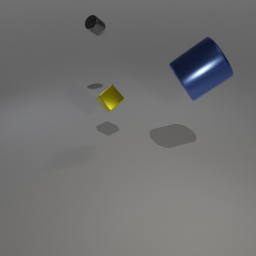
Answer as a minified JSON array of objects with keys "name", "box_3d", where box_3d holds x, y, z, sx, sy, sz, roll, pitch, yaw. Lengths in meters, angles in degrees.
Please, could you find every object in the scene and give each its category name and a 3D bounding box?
[{"name":"cylinder","box_3d":[2.193,-1.771,8.497,1.400,1.400,1.400,-34,26,14]},{"name":"cylinder","box_3d":[-1.519,-4.751,12.980,0.700,0.700,0.700,20,3,31]},{"name":"cube","box_3d":[-0.684,-1.084,10.414,0.700,0.700,0.700,-43,7,-14]}]
